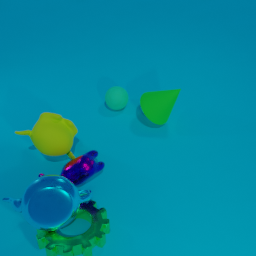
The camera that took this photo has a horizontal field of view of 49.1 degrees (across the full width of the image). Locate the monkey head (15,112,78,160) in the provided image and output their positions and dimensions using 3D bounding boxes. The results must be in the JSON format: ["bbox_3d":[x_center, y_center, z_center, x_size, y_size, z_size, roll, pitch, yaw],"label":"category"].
[{"bbox_3d":[-2.027,0.185,7.362,1.262,1.754,1.057,6,68,56],"label":"monkey head"}]

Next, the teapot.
[{"bbox_3d":[-1.663,1.496,5.847,1.880,1.169,0.921,-3,9,-14],"label":"teapot"}]

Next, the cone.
[{"bbox_3d":[1.151,-0.852,8.252,1.145,1.150,1.145,20,54,-30],"label":"cone"}]

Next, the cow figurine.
[{"bbox_3d":[-1.391,1.143,6.740,0.775,1.412,1.390,59,27,4],"label":"cow figurine"}]

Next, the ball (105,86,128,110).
[{"bbox_3d":[-0.371,-0.981,9.166,0.768,0.768,0.768,0,45,0],"label":"ball"}]

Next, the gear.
[{"bbox_3d":[-1.174,2.144,6.057,1.538,0.284,1.538,0,26,0],"label":"gear"}]
